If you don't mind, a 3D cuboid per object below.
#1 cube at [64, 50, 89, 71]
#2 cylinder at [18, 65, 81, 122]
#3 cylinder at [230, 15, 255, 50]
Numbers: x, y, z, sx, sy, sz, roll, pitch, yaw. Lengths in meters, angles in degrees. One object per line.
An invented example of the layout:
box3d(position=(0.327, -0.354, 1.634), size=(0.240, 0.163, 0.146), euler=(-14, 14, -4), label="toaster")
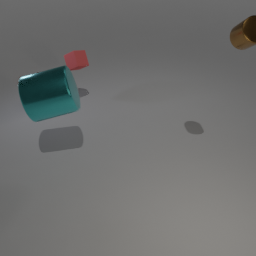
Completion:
box3d(position=(-2.262, -2.965, 12.302), size=(0.700, 0.700, 0.700), euler=(-10, 8, 40), label="cube")
box3d(position=(-2.299, -1.016, 8.376), size=(1.400, 1.400, 1.400), euler=(-15, 33, 2), label="cylinder")
box3d(position=(3.137, -2.466, 7.298), size=(0.700, 0.700, 0.700), euler=(-4, 2, -7), label="cylinder")
